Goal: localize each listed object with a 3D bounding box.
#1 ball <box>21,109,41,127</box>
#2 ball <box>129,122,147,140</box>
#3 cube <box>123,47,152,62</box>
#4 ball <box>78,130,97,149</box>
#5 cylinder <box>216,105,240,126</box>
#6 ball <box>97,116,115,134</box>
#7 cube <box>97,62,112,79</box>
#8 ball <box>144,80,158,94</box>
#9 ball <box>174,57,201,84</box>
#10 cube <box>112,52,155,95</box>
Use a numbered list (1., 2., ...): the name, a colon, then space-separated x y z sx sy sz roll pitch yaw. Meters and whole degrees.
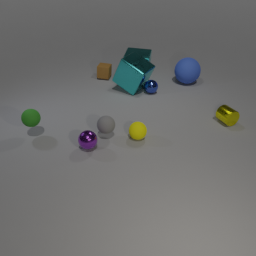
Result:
1. ball: -3.674 -0.381 10.605 0.700 0.700 0.700 0 32 0
2. ball: 0.376 0.103 10.780 0.700 0.700 0.700 0 32 0
3. cube: 0.531 -3.592 15.839 1.400 1.400 1.400 7 37 7
4. ball: -1.456 0.426 10.133 0.700 0.700 0.700 0 32 0
5. cylinder: 4.181 -0.533 11.780 0.700 0.700 0.700 -13 33 -20
6. ball: -0.834 -0.126 10.657 0.700 0.700 0.700 0 32 0
7. cube: -1.352 -3.259 15.989 0.700 0.700 0.700 9 33 8
8. ball: 1.188 -2.116 14.322 0.700 0.700 0.700 0 32 0
9. ball: 3.244 -3.128 15.282 1.400 1.400 1.400 0 32 0
10. cube: 0.293 -2.804 14.356 1.400 1.400 1.400 37 41 9
